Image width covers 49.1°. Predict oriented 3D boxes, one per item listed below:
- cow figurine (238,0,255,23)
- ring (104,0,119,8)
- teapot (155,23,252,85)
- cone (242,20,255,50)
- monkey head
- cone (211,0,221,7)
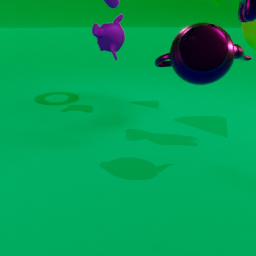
[{"bbox_3d":[2.330,-2.620,4.947,1.439,1.416,0.790,3,19,8],"label":"cow figurine"},{"bbox_3d":[-0.770,-4.303,8.034,0.354,1.771,1.771,-25,18,13],"label":"ring"},{"bbox_3d":[1.163,-1.082,4.289,1.518,0.944,0.743,-3,-9,8],"label":"teapot"},{"bbox_3d":[3.504,-2.316,5.935,1.455,1.455,1.461,-6,20,-14],"label":"cone"},{"bbox_3d":[-0.515,-2.542,7.677,0.784,1.300,0.935,7,-1,18],"label":"monkey head"},{"bbox_3d":[2.150,-3.888,7.564,0.929,0.926,0.926,18,23,3],"label":"cone"}]
